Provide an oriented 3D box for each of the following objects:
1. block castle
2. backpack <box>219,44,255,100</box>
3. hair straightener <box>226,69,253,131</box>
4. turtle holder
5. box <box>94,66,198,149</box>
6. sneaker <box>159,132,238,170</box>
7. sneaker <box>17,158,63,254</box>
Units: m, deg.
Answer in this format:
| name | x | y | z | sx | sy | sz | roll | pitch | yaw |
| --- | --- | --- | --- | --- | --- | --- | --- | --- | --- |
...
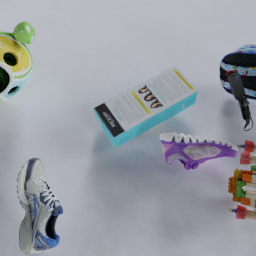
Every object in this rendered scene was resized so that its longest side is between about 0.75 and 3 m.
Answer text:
| name | x | y | z | sx | sy | sz | roll | pitch | yaw |
| --- | --- | --- | --- | --- | --- | --- | --- | --- | --- |
| block castle | 2.362 | 1.019 | 5.474 | 0.656 | 1.399 | 0.935 | 6 | 18 | 28 |
| backpack | 3.329 | -1.487 | 7.304 | 1.680 | 1.534 | 1.130 | 17 | 52 | 34 |
| hair straightener | 2.735 | -0.589 | 6.786 | 0.327 | 1.599 | 0.615 | -14 | 21 | 17 |
| turtle holder | -3.060 | -1.560 | 6.998 | 2.132 | 1.620 | 1.514 | -23 | 34 | -3 |
| box | 0.466 | -0.551 | 7.026 | 2.449 | 0.602 | 1.007 | -29 | 62 | -13 |
| sneaker | 1.558 | 0.579 | 6.310 | 1.777 | 0.715 | 0.786 | 7 | 82 | -2 |
| sneaker | -1.617 | 1.460 | 5.440 | 0.767 | 0.693 | 1.800 | -9 | 82 | 16 |
